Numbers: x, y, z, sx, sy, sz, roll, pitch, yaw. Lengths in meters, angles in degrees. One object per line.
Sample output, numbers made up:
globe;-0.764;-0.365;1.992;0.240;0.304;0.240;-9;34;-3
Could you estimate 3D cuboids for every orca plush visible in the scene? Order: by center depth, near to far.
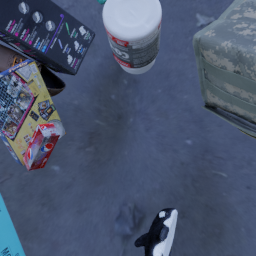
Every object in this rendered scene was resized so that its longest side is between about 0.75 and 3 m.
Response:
orca plush;0.439;2.367;5.360;0.638;0.945;1.795;6;70;24

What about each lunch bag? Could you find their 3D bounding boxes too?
lunch bag;2.797;-0.694;5.544;1.749;2.975;2.440;-42;49;-15

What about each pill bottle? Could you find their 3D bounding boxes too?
pill bottle;0.148;-2.053;6.375;1.170;2.054;1.170;-1;78;4

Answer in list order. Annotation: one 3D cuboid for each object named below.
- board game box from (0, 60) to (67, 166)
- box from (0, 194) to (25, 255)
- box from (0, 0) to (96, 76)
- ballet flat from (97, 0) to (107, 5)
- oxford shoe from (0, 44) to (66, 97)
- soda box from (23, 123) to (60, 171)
board game box;-1.965;-0.274;5.339;0.293;1.696;1.149;18;45;39
box;-2.162;2.001;4.350;0.994;0.593;2.415;-9;103;34
box;-2.004;-2.167;6.152;2.102;1.285;1.115;27;86;-38
ballet flat;0.113;-3.367;6.978;2.778;0.935;0.978;-26;96;-47
oxford shoe;-2.399;-1.393;6.275;0.830;2.276;0.811;-7;68;37
soda box;-1.586;0.353;5.098;0.338;0.965;0.306;-8;52;-46
